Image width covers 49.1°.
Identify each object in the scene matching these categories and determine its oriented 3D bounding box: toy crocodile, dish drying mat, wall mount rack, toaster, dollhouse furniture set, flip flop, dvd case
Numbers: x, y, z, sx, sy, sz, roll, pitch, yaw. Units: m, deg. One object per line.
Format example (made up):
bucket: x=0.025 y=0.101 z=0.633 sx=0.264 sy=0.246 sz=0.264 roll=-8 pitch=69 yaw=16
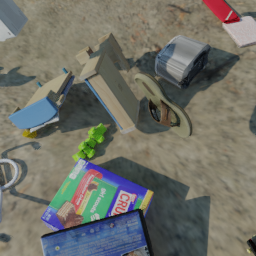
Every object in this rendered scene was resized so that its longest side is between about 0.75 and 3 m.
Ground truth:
toy crocodile: x=-0.981 y=0.372 z=7.325 sx=0.418 sy=0.382 sz=1.238 roll=45 pitch=60 yaw=-21
dish drying mat: x=3.343 y=-4.360 z=10.172 sx=0.690 sy=0.163 sz=1.796 roll=-14 pitch=53 yaw=-7
wall mount rack: x=-3.722 y=1.555 z=6.251 sx=2.540 sy=0.947 sz=2.207 roll=-24 pitch=62 yaw=-13
toaster: x=1.581 y=-1.958 z=8.369 sx=1.135 sy=0.998 sz=1.757 roll=32 pitch=66 yaw=22
dollhouse furniture set: x=-1.356 y=-0.798 z=7.884 sx=2.845 sy=1.856 sz=2.686 roll=-22 pitch=32 yaw=22
flip flop: x=0.611 y=-0.361 z=5.253 sx=1.565 sy=0.634 sz=0.450 roll=48 pitch=68 yaw=-19
dvd case: x=-0.336 y=3.104 z=5.135 sx=1.982 sy=0.244 sz=2.778 roll=-14 pitch=80 yaw=-5

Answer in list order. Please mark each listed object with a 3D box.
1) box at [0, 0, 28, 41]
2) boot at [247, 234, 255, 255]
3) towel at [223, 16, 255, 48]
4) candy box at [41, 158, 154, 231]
box: x=-2.608 y=-2.197 z=5.459 sx=0.839 sy=0.843 sz=0.551 roll=-1 pitch=56 yaw=31
boot: x=2.816 y=3.132 z=5.158 sx=2.874 sy=1.037 sz=2.170 roll=-17 pitch=58 yaw=-27
towel: x=4.048 y=-3.319 z=9.639 sx=1.185 sy=0.200 sz=1.241 roll=-18 pitch=60 yaw=-9
candy box: x=-0.632 y=1.816 z=6.207 sx=1.916 sy=0.738 sz=1.620 roll=24 pitch=61 yaw=12
